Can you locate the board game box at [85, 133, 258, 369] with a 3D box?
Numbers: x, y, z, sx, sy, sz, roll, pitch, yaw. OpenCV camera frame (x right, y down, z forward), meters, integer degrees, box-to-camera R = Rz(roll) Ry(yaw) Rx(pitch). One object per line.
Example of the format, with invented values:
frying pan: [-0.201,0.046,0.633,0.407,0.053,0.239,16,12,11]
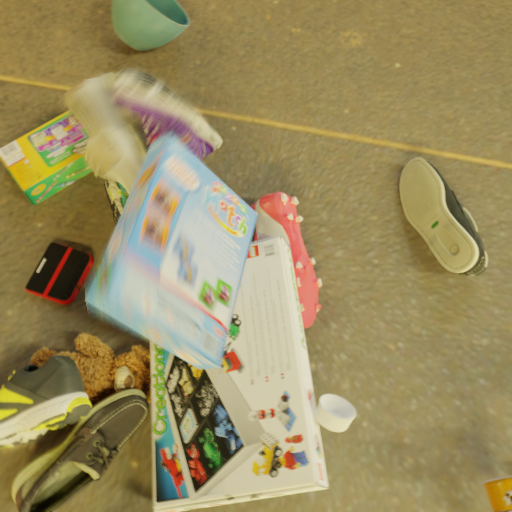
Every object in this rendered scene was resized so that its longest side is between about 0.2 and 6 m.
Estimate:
board game box: [-1.134,-0.079,8.839,0.551,2.279,3.013,-16,47,39]

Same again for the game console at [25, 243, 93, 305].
game console: [-3.887,0.346,11.127,1.010,0.177,1.142,16,66,12]

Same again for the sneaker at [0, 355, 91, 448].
sneaker: [-3.926,2.482,9.415,2.686,1.000,1.136,-21,65,15]

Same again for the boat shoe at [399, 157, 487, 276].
boat shoe: [3.767,-0.798,11.371,0.943,1.002,2.789,9,49,-39]

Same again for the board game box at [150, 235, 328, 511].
board game box: [-0.472,1.896,9.523,2.675,0.733,4.237,-14,61,14]

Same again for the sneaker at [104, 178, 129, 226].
sneaker: [-2.606,-1.062,11.508,0.720,0.701,1.808,-11,68,-21]

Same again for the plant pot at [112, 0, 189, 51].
plant pot: [-2.660,-5.585,13.135,1.222,1.814,1.814,-42,66,27]

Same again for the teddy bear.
teddy bear: [-2.974,2.193,9.935,2.300,0.768,1.667,14,68,7]

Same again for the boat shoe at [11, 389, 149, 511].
boat shoe: [-2.769,3.322,9.185,2.630,0.940,0.864,-38,37,-10]

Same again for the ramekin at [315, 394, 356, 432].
ramekin: [1.217,2.460,8.719,0.602,0.602,0.293,23,110,10]

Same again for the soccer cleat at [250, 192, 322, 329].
soccer cleat: [0.515,0.102,10.934,1.060,0.925,2.773,-21,73,35]

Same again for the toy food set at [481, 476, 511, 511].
toy food set: [4.878,3.971,8.636,3.061,1.461,1.377,-3,65,-20]

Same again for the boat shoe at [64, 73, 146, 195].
boat shoe: [-2.798,-1.990,11.076,1.124,1.228,3.286,-20,76,-12]

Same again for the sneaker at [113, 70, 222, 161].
sneaker: [-1.714,-2.388,10.751,1.264,3.136,1.308,42,95,25]

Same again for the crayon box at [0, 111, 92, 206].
crayon box: [-4.233,-2.199,12.022,2.140,0.623,1.271,-35,70,-15]
